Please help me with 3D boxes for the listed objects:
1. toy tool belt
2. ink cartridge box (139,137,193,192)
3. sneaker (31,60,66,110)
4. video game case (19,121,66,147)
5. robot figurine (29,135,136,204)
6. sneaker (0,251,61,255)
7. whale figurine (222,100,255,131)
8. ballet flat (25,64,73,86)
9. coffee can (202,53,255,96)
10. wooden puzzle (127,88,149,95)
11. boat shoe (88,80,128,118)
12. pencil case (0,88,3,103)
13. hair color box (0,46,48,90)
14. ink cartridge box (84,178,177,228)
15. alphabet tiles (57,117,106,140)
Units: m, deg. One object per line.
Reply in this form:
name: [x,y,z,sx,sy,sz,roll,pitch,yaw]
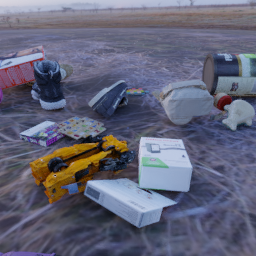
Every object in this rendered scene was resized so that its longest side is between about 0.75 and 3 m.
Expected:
toy tool belt: [2.033,-1.008,9.065,2.271,1.418,1.395,-8,33,-19]
ink cartridge box: [0.736,0.722,5.986,0.986,0.569,1.355,4,21,0]
sneaker: [-3.054,-1.786,10.531,1.056,1.593,2.799,-12,26,-25]
video game case: [-2.302,0.136,7.905,0.974,0.192,1.075,12,26,25]
robot figurine: [-0.876,0.739,5.921,2.085,0.607,1.512,-19,31,-31]
sneaker: [-0.924,2.169,2.245,1.313,1.136,2.999,1,23,-11]
whale figurine: [3.323,-0.321,8.605,0.955,0.623,1.200,38,61,17]
ballet flat: [-3.628,-2.387,13.007,2.417,0.852,0.789,-19,35,-19]
coffee can: [4.299,-2.096,11.138,2.296,1.681,1.681,0,24,0]
wooden puzzle: [0.274,-1.537,11.844,1.254,0.088,0.744,-3,24,-7]
boat shoe: [-0.502,-1.013,10.134,0.867,1.005,2.766,47,25,-1]
pencil case: [-5.851,-1.199,10.036,2.356,1.069,1.104,1,60,6]
hair color box: [-4.901,-2.466,11.842,2.962,0.947,1.643,-17,36,-7]
ink cartridge box: [0.055,1.306,5.158,1.328,0.289,1.152,19,5,37]
alphabet tiles: [-1.337,-0.021,8.139,1.130,0.043,1.359,22,27,20]
